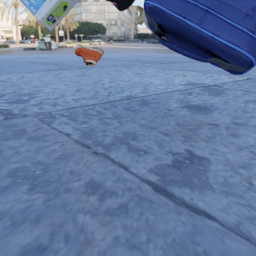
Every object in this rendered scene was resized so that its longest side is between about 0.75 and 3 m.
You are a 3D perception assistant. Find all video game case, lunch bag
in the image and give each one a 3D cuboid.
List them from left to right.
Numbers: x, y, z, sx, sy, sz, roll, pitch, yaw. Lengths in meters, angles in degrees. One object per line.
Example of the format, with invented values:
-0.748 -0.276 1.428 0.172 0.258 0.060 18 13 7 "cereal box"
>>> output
-1.527 -2.995 5.669 1.681 1.524 0.382 48 6 30 "video game case"
1.639 -2.382 5.807 2.872 1.900 1.951 30 4 10 "lunch bag"

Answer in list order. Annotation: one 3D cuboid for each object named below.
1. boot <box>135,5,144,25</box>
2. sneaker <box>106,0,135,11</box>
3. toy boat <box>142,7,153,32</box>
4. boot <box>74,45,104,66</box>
0.474 -4.555 11.365 0.794 0.289 0.617 21 -34 -39 "boot"
-0.436 -4.479 8.940 0.830 0.970 2.365 -37 -4 17 "sneaker"
1.758 -3.566 8.936 2.606 1.211 2.191 13 2 -3 "toy boat"
-1.477 -2.499 9.777 1.226 0.658 0.460 15 -14 32 "boot"
